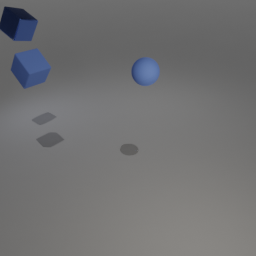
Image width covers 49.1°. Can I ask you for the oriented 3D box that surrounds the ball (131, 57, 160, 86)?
[{"bbox_3d":[0.432,-1.389,6.917,0.700,0.700,0.700,0,30,0],"label":"ball"}]

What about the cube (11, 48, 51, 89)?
[{"bbox_3d":[-2.662,-1.626,7.669,0.700,0.700,0.700,-31,82,-41],"label":"cube"}]

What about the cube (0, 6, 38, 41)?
[{"bbox_3d":[-3.244,-3.066,8.296,0.700,0.700,0.700,40,29,13],"label":"cube"}]
